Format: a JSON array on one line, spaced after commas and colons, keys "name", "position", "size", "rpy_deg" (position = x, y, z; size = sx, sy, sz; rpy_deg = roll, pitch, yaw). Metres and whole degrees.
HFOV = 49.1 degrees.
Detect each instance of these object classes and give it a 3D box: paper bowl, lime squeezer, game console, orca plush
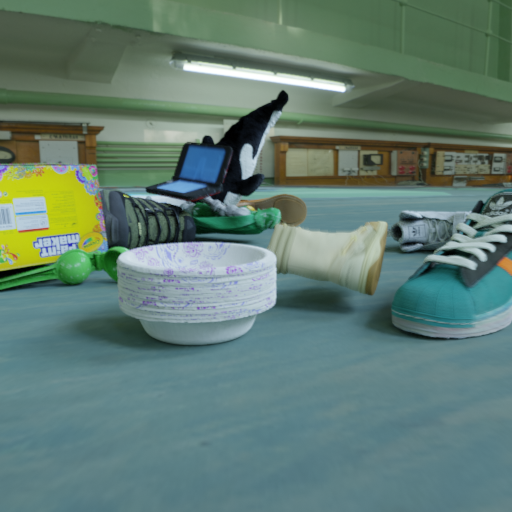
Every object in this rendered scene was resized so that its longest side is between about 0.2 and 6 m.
[{"name": "paper bowl", "position": [-0.612, 0.386, 5.935], "size": [1.658, 0.862, 1.658], "rpy_deg": [0, 9, 0]}, {"name": "lime squeezer", "position": [-2.395, 0.313, 8.109], "size": [3.043, 0.574, 1.075], "rpy_deg": [0, 42, -3]}, {"name": "game console", "position": [-1.405, -1.757, 11.529], "size": [1.505, 0.893, 1.297], "rpy_deg": [14, 27, 40]}, {"name": "orca plush", "position": [-0.672, -2.770, 14.860], "size": [1.489, 4.189, 2.204], "rpy_deg": [32, 12, -41]}]

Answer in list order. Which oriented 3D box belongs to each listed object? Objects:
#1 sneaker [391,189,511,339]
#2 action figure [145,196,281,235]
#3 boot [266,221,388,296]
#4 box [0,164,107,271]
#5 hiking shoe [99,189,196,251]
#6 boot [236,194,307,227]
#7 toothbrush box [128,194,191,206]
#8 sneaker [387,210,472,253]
[{"name": "sneaker", "position": [2.770, -0.080, 6.697], "size": [3.352, 1.339, 1.196], "rpy_deg": [-19, 18, -36]}, {"name": "action figure", "position": [-0.991, -0.921, 13.048], "size": [3.379, 0.924, 1.996], "rpy_deg": [6, -8, 24]}, {"name": "boot", "position": [0.944, -0.115, 7.416], "size": [1.469, 0.688, 1.890], "rpy_deg": [10, 23, 13]}, {"name": "box", "position": [-4.065, -0.521, 8.658], "size": [2.341, 1.483, 2.430], "rpy_deg": [-4, 6, 38]}, {"name": "hiking shoe", "position": [-2.073, -0.670, 10.933], "size": [1.726, 1.298, 3.428], "rpy_deg": [-1, 7, -1]}, {"name": "boot", "position": [-0.025, -1.232, 16.354], "size": [2.601, 0.997, 2.019], "rpy_deg": [-14, 11, -31]}, {"name": "toothbrush box", "position": [-3.135, -1.180, 15.261], "size": [2.256, 0.962, 1.652], "rpy_deg": [4, 9, 29]}, {"name": "sneaker", "position": [3.734, -0.456, 11.115], "size": [1.436, 0.939, 2.499], "rpy_deg": [-4, 5, -22]}]
